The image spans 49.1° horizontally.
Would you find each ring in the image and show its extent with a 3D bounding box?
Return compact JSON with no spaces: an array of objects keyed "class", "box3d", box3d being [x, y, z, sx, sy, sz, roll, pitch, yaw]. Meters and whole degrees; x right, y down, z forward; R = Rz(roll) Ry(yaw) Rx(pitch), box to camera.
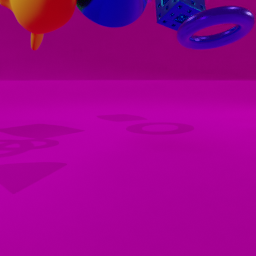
[{"class":"ring","box3d":[2.109,-2.392,6.852,1.831,0.366,1.831,-5,-6,-1]}]

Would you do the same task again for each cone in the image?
[{"class":"cone","box3d":[-0.079,-1.884,3.201,1.091,1.091,1.095,-3,0,-18]}]

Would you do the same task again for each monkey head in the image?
[{"class":"monkey head","box3d":[-0.998,-1.690,3.395,1.453,0.875,1.045,-39,22,38]}]

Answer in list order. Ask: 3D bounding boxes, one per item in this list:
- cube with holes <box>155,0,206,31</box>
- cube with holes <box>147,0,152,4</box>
[{"class":"cube with holes","box3d":[1.562,-3.734,8.453,1.044,1.044,1.044,9,-21,-30]},{"class":"cube with holes","box3d":[-0.378,-3.409,6.298,1.243,1.243,1.243,-11,-9,37]}]
